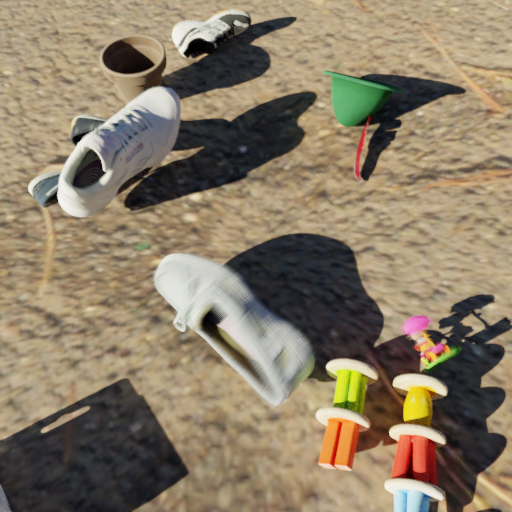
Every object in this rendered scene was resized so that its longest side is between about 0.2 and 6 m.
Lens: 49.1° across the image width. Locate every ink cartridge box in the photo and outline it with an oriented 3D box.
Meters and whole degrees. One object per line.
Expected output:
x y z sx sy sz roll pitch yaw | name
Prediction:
-3.555 3.174 6.987 0.589 1.023 1.766 -32 62 -17 | ink cartridge box

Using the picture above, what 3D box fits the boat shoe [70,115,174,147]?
-2.557 -2.215 10.628 2.008 0.749 0.625 8 48 1 | boat shoe

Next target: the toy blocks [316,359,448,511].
1.631 2.604 7.514 1.767 0.770 2.120 11 57 7 | toy blocks

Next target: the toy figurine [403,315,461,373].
2.514 1.256 8.313 0.631 0.841 0.774 -28 67 -8 | toy figurine

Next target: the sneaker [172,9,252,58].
-0.928 -4.928 12.628 1.844 0.698 0.808 -18 68 -3 | sneaker

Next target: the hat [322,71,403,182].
1.909 -2.694 11.366 1.660 1.764 2.004 22 22 22 | hat

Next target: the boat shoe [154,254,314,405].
-0.472 1.014 8.242 2.821 1.040 0.905 40 43 12 | boat shoe

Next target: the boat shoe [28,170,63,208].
-3.222 -1.360 10.161 1.695 0.635 0.524 -28 69 -36 | boat shoe

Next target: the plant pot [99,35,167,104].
-2.415 -3.636 11.412 1.293 1.127 1.293 0 57 0 | plant pot

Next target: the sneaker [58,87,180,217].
-2.219 -1.832 9.465 1.057 1.406 2.822 39 76 -3 | sneaker
